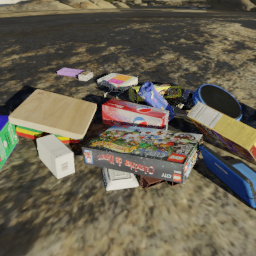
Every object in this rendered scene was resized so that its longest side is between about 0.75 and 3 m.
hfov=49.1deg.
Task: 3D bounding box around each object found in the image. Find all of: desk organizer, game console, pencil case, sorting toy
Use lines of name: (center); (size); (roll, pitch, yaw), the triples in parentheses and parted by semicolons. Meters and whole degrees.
desk organizer: (0.932, 1.352, 7.485); (1.130, 0.405, 0.435); (-13, 32, -23)
game console: (2.978, 1.087, 7.329); (1.104, 1.593, 1.866); (-35, 36, -6)
pencil case: (1.064, -0.917, 10.254); (0.672, 1.722, 0.748); (-47, 27, -6)
sorting toy: (-2.468, -0.285, 9.669); (2.327, 0.815, 2.342); (14, 29, -2)

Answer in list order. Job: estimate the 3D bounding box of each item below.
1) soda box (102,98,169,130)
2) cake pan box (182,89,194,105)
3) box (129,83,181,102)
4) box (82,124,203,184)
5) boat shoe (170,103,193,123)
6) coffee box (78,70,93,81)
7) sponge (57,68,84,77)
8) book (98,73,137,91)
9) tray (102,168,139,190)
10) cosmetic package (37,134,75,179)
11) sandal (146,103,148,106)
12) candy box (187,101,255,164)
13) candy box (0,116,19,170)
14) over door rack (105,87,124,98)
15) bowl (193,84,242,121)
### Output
soda box: (0.238, -0.392, 10.182); (2.368, 0.829, 0.751); (14, 32, 23)
cake pan box: (3.134, -0.990, 11.148); (1.602, 0.419, 1.476); (11, 20, -25)
box: (1.202, -1.614, 12.537); (2.227, 0.558, 0.838); (-9, 18, -14)
box: (0.464, 0.601, 8.056); (2.936, 0.553, 2.006); (7, 22, 25)
boat shoe: (2.104, -0.697, 11.022); (1.577, 0.539, 0.589); (21, 35, 32)
coffee box: (-2.255, -2.814, 15.057); (0.459, 0.324, 0.812); (11, 31, 18)
sponge: (-3.221, -3.136, 15.762); (1.342, 0.200, 0.749); (10, 31, 18)
book: (-0.534, -2.369, 14.222); (1.708, 0.410, 1.141); (21, 38, 33)
tray: (-0.298, 1.139, 8.100); (0.904, 0.187, 1.683); (-5, 29, -10)
cosmetic package: (-2.129, 0.797, 8.167); (0.566, 0.717, 1.333); (-19, 35, -32)
sandal: (0.938, -1.004, 11.802); (0.437, 0.314, 1.099); (6, 28, 4)
candy box: (3.052, 0.153, 8.576); (0.651, 1.345, 2.305); (-51, 45, 0)
candy box: (-4.802, 0.670, 8.014); (2.355, 1.073, 2.785); (-1, 30, -1)
over door rack: (-0.630, -1.704, 13.101); (0.655, 0.295, 0.887); (9, 30, 17)
bowl: (3.408, -0.884, 10.576); (2.005, 0.394, 2.005); (14, 46, -16)
